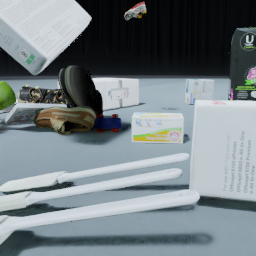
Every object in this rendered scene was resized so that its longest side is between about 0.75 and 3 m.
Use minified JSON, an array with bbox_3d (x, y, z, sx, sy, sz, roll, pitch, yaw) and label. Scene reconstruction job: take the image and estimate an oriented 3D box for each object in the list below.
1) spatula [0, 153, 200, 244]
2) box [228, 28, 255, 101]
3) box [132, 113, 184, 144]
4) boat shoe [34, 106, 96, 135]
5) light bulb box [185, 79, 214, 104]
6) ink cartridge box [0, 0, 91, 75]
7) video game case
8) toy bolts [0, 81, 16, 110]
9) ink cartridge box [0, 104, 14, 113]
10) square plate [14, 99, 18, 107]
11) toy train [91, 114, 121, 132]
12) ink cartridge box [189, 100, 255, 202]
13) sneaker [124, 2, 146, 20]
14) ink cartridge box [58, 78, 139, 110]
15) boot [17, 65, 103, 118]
[{"bbox_3d":[-0.601,0.738,3.051,2.655,0.213,1.846,-10,6,9],"label":"spatula"},{"bbox_3d":[3.661,-1.336,7.725,1.616,2.600,1.931,4,13,16],"label":"box"},{"bbox_3d":[0.682,-0.011,6.448,1.159,0.587,0.652,1,13,5],"label":"box"},{"bbox_3d":[-1.602,-0.155,6.945,1.610,0.609,0.594,-6,54,15],"label":"boat shoe"},{"bbox_3d":[3.158,-1.613,12.443,1.086,1.076,0.678,0,12,-6],"label":"light bulb box"},{"bbox_3d":[-2.065,-2.413,5.079,0.631,2.519,2.027,-36,20,39],"label":"ink cartridge box"},{"bbox_3d":[-2.463,-0.354,7.449,1.305,0.155,1.188,-1,-19,-39],"label":"video game case"},{"bbox_3d":[-4.725,-0.861,7.274,2.489,2.377,1.726,-11,31,23],"label":"toy bolts"},{"bbox_3d":[-5.226,-0.904,10.081,1.253,0.723,1.727,11,17,40],"label":"ink cartridge box"},{"bbox_3d":[-5.158,-1.045,11.919,1.457,0.207,1.444,3,13,14],"label":"square plate"},{"bbox_3d":[-0.726,-0.128,7.424,1.108,0.469,0.641,-1,1,2],"label":"toy train"},{"bbox_3d":[2.285,0.218,3.871,2.746,1.150,1.992,3,8,13],"label":"ink cartridge box"},{"bbox_3d":[0.206,-3.428,8.406,0.330,0.348,0.847,-33,13,-38],"label":"sneaker"},{"bbox_3d":[-1.165,-1.447,11.528,2.030,1.147,2.771,11,17,40],"label":"ink cartridge box"},{"bbox_3d":[-2.017,-0.855,7.926,2.244,1.090,2.980,-1,-8,7],"label":"boot"}]
